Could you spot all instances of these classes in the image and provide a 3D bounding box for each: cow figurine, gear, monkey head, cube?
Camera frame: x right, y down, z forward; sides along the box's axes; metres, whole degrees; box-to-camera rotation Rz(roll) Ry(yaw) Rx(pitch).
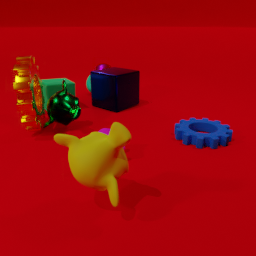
[{"bbox_3d":[-0.534,0.354,5.662,0.915,0.510,0.930,12,42,-28],"label":"cow figurine"},{"bbox_3d":[1.845,0.100,6.922,1.358,0.251,1.358,0,23,0],"label":"gear"},{"bbox_3d":[-1.646,-0.511,7.197,0.819,1.359,0.978,24,-2,-26],"label":"monkey head"},{"bbox_3d":[-2.434,-0.847,7.039,0.341,1.843,1.843,-6,22,-7],"label":"gear"},{"bbox_3d":[-0.415,-1.301,9.236,1.169,1.169,1.169,18,28,37],"label":"cube"},{"bbox_3d":[-0.404,0.409,4.105,1.387,0.998,0.836,46,51,11],"label":"monkey head"},{"bbox_3d":[-2.248,-1.057,8.954,0.889,0.889,0.889,-10,24,-30],"label":"cube"}]

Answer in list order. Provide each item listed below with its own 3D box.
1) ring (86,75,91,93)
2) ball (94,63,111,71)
[{"bbox_3d":[-0.987,-1.758,10.794,1.259,0.252,1.259,-2,59,4],"label":"ring"},{"bbox_3d":[-1.007,-2.228,11.717,0.923,0.923,0.923,0,22,0],"label":"ball"}]
